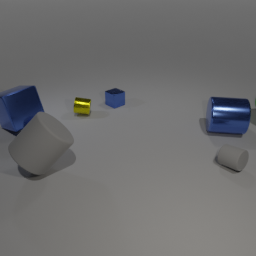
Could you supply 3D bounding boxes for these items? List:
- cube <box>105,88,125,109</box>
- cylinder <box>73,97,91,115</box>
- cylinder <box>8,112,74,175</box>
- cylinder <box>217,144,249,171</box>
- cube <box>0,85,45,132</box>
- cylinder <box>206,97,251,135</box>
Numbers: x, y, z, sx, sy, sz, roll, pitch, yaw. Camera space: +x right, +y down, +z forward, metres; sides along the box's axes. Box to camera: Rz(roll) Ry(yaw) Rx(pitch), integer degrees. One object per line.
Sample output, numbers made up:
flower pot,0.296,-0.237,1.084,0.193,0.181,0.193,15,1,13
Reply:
cube,-0.618,-1.439,13.442,0.700,0.700,0.700,-24,37,-37
cylinder,-2.015,-0.979,12.401,0.700,0.700,0.700,7,28,-6
cylinder,-2.627,0.464,8.559,1.400,1.400,1.400,-46,33,8
cylinder,3.361,0.936,8.967,0.700,0.700,0.700,-21,28,-34
cube,-4.385,-0.823,11.177,1.400,1.400,1.400,9,30,45
cylinder,3.865,-0.490,10.936,1.400,1.400,1.400,4,29,7
